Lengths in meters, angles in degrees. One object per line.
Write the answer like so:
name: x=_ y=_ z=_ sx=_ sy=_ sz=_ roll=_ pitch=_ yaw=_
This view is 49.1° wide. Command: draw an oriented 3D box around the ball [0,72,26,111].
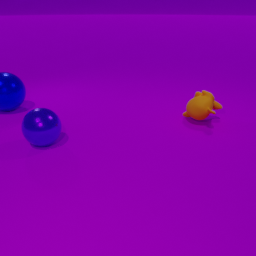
ball: x=-4.274 y=-1.267 z=9.766 sx=1.350 sy=1.350 sz=1.350 roll=0 pitch=24 yaw=0

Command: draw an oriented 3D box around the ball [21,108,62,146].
ball: x=-2.289 y=-0.027 z=7.447 sx=1.025 sy=1.025 sz=1.025 roll=0 pitch=24 yaw=0

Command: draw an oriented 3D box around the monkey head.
monkey head: x=2.411 y=-0.611 z=8.834 sx=1.066 sy=0.893 sz=1.482 roll=28 pitch=-12 yaw=-20
